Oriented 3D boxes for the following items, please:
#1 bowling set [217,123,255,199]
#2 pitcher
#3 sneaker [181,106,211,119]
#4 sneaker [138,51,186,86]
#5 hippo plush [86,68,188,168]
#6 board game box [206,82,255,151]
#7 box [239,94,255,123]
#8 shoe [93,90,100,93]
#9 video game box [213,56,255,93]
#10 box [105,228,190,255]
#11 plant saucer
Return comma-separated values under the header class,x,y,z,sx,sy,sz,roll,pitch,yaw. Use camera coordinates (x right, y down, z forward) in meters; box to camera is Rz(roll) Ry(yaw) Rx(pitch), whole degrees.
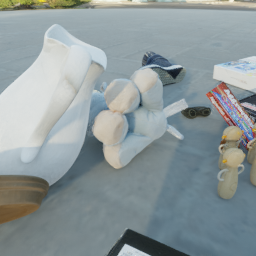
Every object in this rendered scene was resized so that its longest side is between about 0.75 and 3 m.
class,x,y,z,sx,sy,sz,roll,pitch,yaw
bowling set,2.548,0.345,6.044,2.435,1.307,1.695,-11,30,-21
pitcher,-1.476,-0.169,4.911,1.808,2.983,2.559,27,13,-16
sneaker,2.094,-0.513,8.797,0.958,0.364,0.435,-1,17,-14
sneaker,0.876,-2.427,11.482,2.571,0.978,1.858,-11,39,-40
hippo plush,-0.190,-0.566,6.899,2.684,2.138,2.158,-23,36,-36
board game box,2.770,-0.292,7.132,1.851,0.180,0.953,54,43,3
box,4.871,-0.423,7.681,2.816,0.705,2.837,-20,29,-19
shoe,-2.120,-1.179,9.657,2.393,0.639,0.837,-3,28,-6
video game box,5.556,-2.176,11.495,2.707,0.696,2.971,-15,31,-28
box,0.622,2.063,2.459,1.961,1.606,0.844,15,31,25
plant saucer,-2.329,1.183,3.930,2.434,2.434,0.359,-9,69,-17
